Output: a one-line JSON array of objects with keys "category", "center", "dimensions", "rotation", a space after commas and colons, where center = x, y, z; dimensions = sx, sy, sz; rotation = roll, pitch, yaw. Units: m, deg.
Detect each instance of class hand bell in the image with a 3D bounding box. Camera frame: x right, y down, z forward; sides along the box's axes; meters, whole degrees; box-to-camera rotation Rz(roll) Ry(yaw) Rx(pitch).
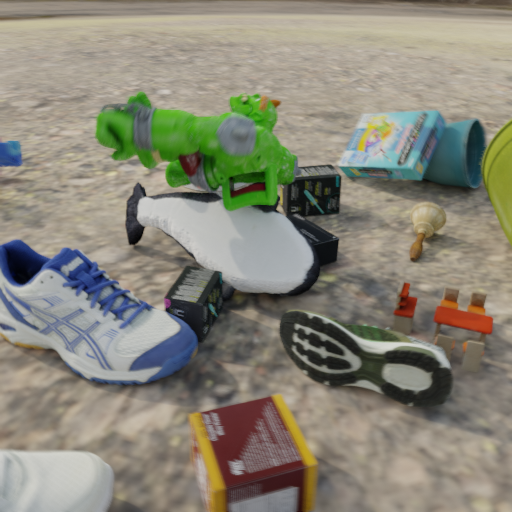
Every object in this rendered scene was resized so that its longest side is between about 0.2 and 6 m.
[{"category": "hand bell", "center": [3.036, -0.342, 10.287], "dimensions": [0.686, 0.686, 1.317], "rotation": [12, 44, 21]}]

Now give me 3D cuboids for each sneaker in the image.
[{"category": "sneaker", "center": [-2.827, 2.193, 4.943], "dimensions": [3.020, 1.224, 1.135], "rotation": [-6, 28, -13]}, {"category": "sneaker", "center": [1.407, 1.219, 7.286], "dimensions": [2.306, 0.887, 1.022], "rotation": [18, 18, 21]}, {"category": "sneaker", "center": [-2.316, 0.669, 7.452], "dimensions": [3.215, 1.417, 1.210], "rotation": [11, 30, 17]}]

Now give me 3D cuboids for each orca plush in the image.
[{"category": "orca plush", "center": [-0.530, -0.106, 9.586], "dimensions": [3.897, 1.385, 2.050], "rotation": [4, 73, 28]}]

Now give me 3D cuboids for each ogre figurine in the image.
[{"category": "ogre figurine", "center": [-0.609, -1.596, 8.804], "dimensions": [2.139, 3.568, 1.751], "rotation": [5, 69, 21]}]

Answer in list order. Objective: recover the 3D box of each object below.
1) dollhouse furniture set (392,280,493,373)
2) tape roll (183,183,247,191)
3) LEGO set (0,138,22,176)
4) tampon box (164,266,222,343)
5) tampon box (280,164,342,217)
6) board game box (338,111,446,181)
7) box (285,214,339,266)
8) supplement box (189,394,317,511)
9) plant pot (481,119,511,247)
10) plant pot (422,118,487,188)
[{"category": "dollhouse furniture set", "center": [2.624, 0.843, 7.870], "dimensions": [1.315, 0.685, 1.329], "rotation": [11, 31, 19]}, {"category": "tape roll", "center": [-1.023, -2.169, 13.309], "dimensions": [1.849, 0.647, 1.849], "rotation": [0, 29, 0]}, {"category": "LEGO set", "center": [-5.974, -1.808, 12.221], "dimensions": [1.105, 1.189, 2.897], "rotation": [1, 18, 7]}, {"category": "tampon box", "center": [-0.900, 0.685, 8.141], "dimensions": [0.580, 0.689, 0.919], "rotation": [9, 30, 12]}, {"category": "tampon box", "center": [1.106, -1.354, 11.628], "dimensions": [1.139, 0.854, 0.719], "rotation": [-5, 30, -9]}, {"category": "board game box", "center": [3.056, -2.530, 12.779], "dimensions": [2.035, 0.478, 1.536], "rotation": [11, 70, 47]}, {"category": "box", "center": [0.730, -0.261, 10.020], "dimensions": [0.897, 0.501, 1.270], "rotation": [-16, 32, -27]}, {"category": "supplement box", "center": [-0.065, 2.077, 5.665], "dimensions": [1.024, 0.680, 1.010], "rotation": [-9, 30, -16]}, {"category": "plant pot", "center": [5.206, -0.853, 9.384], "dimensions": [2.652, 2.652, 2.554], "rotation": [8, 42, 15]}, {"category": "plant pot", "center": [4.335, -2.333, 12.881], "dimensions": [1.440, 1.533, 1.533], "rotation": [7, 27, 39]}]
